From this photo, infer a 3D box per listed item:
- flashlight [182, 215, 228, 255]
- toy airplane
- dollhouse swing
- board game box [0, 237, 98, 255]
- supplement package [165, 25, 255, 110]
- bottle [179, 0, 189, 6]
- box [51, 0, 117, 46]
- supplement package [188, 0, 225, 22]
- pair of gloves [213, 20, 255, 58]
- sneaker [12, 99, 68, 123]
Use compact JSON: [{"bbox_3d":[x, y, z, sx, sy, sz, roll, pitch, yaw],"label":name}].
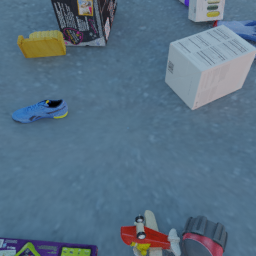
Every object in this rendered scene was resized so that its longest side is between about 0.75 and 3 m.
[{"bbox_3d":[1.036,2.745,4.731,0.824,0.827,2.433,4,48,35],"label":"flashlight"},{"bbox_3d":[0.430,2.177,5.300,1.109,0.786,1.113,47,29,19],"label":"toy airplane"},{"bbox_3d":[-2.778,-2.998,9.144,1.322,1.201,1.162,-5,73,-4],"label":"dollhouse swing"},{"bbox_3d":[-1.650,2.711,5.085,2.057,0.332,1.234,4,47,3],"label":"board game box"},{"bbox_3d":[2.242,-1.725,7.874,1.853,1.407,1.396,-24,55,-18],"label":"supplement package"},{"bbox_3d":[2.515,-5.241,11.209,0.734,0.574,1.758,-24,55,-21],"label":"bottle"},{"bbox_3d":[-1.396,-4.338,9.696,1.576,1.816,2.748,3,52,8],"label":"box"},{"bbox_3d":[2.862,-4.405,10.270,1.045,0.793,0.788,-7,31,-6],"label":"supplement package"},{"bbox_3d":[3.902,-2.965,9.593,2.173,0.308,2.703,12,52,12],"label":"pair of gloves"},{"bbox_3d":[-2.373,-0.519,7.464,1.493,0.585,0.492,-8,54,-4],"label":"sneaker"}]
